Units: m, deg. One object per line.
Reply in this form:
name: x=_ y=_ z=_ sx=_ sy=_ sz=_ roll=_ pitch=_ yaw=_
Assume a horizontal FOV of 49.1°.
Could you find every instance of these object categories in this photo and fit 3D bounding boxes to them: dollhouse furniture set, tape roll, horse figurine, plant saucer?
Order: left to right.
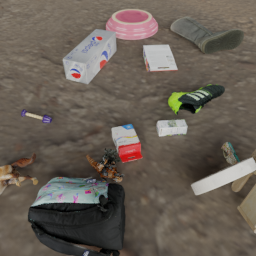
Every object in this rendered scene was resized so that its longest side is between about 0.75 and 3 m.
horse figurine: x=-3.116 y=1.418 z=6.708 sx=1.448 sy=0.546 sz=2.186 roll=15 pitch=51 yaw=41
plant saucer: x=0.193 y=-5.261 z=13.977 sx=2.632 sy=0.667 sz=2.632 roll=0 pitch=42 yaw=0
tape roll: x=2.199 y=1.112 z=6.448 sx=1.556 sy=1.556 sz=0.284 roll=-19 pitch=75 yaw=-19
dollhouse furniture set: x=4.047 y=2.007 z=6.219 sx=2.798 sy=1.366 sz=2.386 roll=28 pitch=14 yaw=-8

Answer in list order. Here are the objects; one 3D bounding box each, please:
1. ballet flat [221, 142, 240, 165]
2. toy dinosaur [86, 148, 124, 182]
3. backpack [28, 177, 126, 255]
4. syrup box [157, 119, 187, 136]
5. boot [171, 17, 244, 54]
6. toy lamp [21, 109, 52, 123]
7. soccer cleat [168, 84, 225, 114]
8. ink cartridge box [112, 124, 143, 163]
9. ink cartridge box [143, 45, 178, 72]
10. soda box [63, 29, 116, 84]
ballet flat: x=2.799 y=0.772 z=7.607 sx=0.312 sy=0.369 sz=0.976 roll=-37 pitch=26 yaw=21
toy dinosaur: x=-0.590 y=0.964 z=7.341 sx=1.164 sy=0.594 sz=0.790 roll=34 pitch=66 yaw=4
backpack: x=-1.033 y=1.782 z=5.863 sx=1.928 sy=1.609 sz=1.220 roll=2 pitch=23 yaw=7
syrup box: x=1.327 y=-0.009 z=8.493 sx=0.861 sy=0.350 sz=0.339 roll=-5 pitch=43 yaw=-6
boot: x=3.628 y=-4.437 z=13.029 sx=2.414 sy=0.963 sz=2.655 roll=-14 pitch=38 yaw=-17
toy lamp: x=-2.885 y=-0.361 z=8.886 sx=0.949 sy=0.276 sz=0.276 roll=17 pitch=45 yaw=7
soccer cleat: x=2.355 y=-0.922 z=9.350 sx=2.050 sy=0.692 sz=0.831 roll=-13 pitch=59 yaw=-10
ink cartridge box: x=-0.029 y=0.422 z=8.010 sx=0.636 sy=0.368 sz=1.095 roll=-12 pitch=45 yaw=-12
ink cartridge box: x=1.263 y=-2.672 z=11.287 sx=1.097 sy=0.507 sz=2.014 roll=-3 pitch=44 yaw=-3
soda box: x=-1.434 y=-2.958 z=11.282 sx=0.981 sy=0.912 sz=2.875 roll=14 pitch=44 yaw=15
